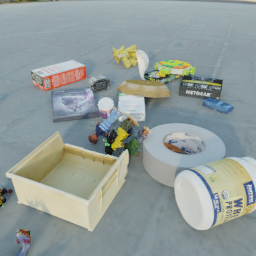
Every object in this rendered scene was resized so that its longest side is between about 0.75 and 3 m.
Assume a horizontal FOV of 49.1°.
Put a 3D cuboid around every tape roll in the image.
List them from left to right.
[{"bbox_3d":[1.814,0.839,9.347,2.642,0.873,2.642,1,29,0],"label":"tape roll"}]

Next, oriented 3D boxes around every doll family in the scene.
[{"bbox_3d":[-3.743,1.971,8.026,0.650,0.441,1.124,-10,30,-6],"label":"doll family"},{"bbox_3d":[-0.414,0.254,9.949,1.627,1.105,2.816,-52,23,-2],"label":"doll family"}]

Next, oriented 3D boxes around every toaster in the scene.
[{"bbox_3d":[-1.562,-2.346,14.820,1.188,0.675,0.767,-20,33,-22],"label":"toaster"}]

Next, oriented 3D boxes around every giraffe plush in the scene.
[{"bbox_3d":[-0.317,-4.648,17.997,1.693,1.460,1.373,-3,15,-38],"label":"giraffe plush"}]

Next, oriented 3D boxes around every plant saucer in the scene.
[{"bbox_3d":[0.820,-2.009,13.768,2.732,0.484,2.732,5,16,-1],"label":"plant saucer"}]

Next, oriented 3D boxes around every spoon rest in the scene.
[{"bbox_3d":[0.874,-3.225,15.072,0.640,2.113,1.050,-31,37,-7],"label":"spoon rest"}]

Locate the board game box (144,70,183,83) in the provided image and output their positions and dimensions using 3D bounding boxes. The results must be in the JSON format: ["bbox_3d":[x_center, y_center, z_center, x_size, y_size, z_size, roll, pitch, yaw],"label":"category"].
[{"bbox_3d":[2.113,-3.073,16.174,1.360,0.305,2.597,25,35,38],"label":"board game box"}]

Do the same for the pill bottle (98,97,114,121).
[{"bbox_3d":[-0.875,-0.705,11.603,0.633,1.136,0.633,0,61,0],"label":"pill bottle"}]

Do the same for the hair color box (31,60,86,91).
[{"bbox_3d":[-3.834,-3.000,15.698,2.725,0.835,1.383,-25,40,-36],"label":"hair color box"}]

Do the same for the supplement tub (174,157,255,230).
[{"bbox_3d":[2.492,1.649,7.458,2.133,1.540,1.540,-13,34,-19],"label":"supplement tub"}]

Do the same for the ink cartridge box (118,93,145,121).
[{"bbox_3d":[0.156,-0.849,12.348,1.163,0.669,1.987,0,31,1],"label":"ink cartridge box"}]

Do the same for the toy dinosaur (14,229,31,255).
[{"bbox_3d":[-3.028,2.994,5.799,2.449,1.286,2.223,-17,3,12],"label":"toy dinosaur"}]

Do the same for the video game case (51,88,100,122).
[{"bbox_3d":[-2.568,-1.172,13.290,2.050,0.272,2.869,-8,32,-12],"label":"video game case"}]

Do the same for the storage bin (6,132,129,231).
[{"bbox_3d":[-1.582,1.359,8.277,2.548,1.194,2.529,12,34,20],"label":"storage bin"}]

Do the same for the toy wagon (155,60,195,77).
[{"bbox_3d":[2.594,-3.469,16.296,2.069,0.528,2.667,22,29,31],"label":"toy wagon"}]

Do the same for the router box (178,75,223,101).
[{"bbox_3d":[3.788,-2.106,14.516,2.083,0.544,1.638,10,33,16],"label":"router box"}]

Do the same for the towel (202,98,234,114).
[{"bbox_3d":[4.194,-1.063,13.049,0.726,0.316,1.300,-27,40,-37],"label":"towel"}]
